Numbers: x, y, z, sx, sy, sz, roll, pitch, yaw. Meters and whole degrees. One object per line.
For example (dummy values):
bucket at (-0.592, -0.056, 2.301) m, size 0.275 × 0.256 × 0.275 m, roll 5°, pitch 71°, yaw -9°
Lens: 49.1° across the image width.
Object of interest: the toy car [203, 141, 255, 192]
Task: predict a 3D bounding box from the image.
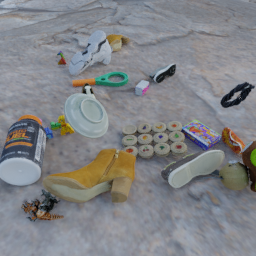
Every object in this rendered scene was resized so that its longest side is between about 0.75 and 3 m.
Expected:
toy car at (3.501, 1.312, 8.959) m, size 2.113 × 1.667 × 1.735 m, roll -10°, pitch 2°, yaw 26°

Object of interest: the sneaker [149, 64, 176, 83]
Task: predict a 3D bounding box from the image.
sneaker at (1.838, -2.929, 14.471) m, size 1.762 × 0.651 × 0.698 m, roll -31°, pitch 45°, yaw -30°

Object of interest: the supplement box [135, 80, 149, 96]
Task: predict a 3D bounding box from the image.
supplement box at (0.675, -1.929, 13.477) m, size 0.402 × 0.393 × 0.777 m, roll 18°, pitch 44°, yaw 20°

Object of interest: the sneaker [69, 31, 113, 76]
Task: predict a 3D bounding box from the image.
sneaker at (-1.877, -3.714, 15.123) m, size 1.046 × 1.600 × 2.784 m, roll 33°, pitch 85°, yaw 33°

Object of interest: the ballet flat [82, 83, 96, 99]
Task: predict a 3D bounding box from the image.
ballet flat at (-1.711, -1.348, 12.514) m, size 0.716 × 0.764 × 2.112 m, roll -9°, pitch 42°, yaw -9°

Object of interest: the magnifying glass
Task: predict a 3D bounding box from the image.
magnifying glass at (-1.370, -2.400, 14.107) m, size 2.824 × 0.316 × 1.124 m, roll -9°, pitch 42°, yaw -9°

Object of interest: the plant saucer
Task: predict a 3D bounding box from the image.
plant saucer at (-1.288, -0.504, 9.433) m, size 1.732 × 0.435 × 1.732 m, roll 25°, pitch 48°, yaw -30°

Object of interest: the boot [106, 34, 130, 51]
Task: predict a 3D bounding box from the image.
boot at (-0.966, -5.304, 17.297) m, size 1.397 × 0.687 × 1.951 m, roll 20°, pitch 41°, yaw 30°

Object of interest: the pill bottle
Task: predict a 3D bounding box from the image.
pill bottle at (-3.588, 0.626, 9.773) m, size 1.347 × 1.347 × 2.537 m, roll -5°, pitch 40°, yaw -6°

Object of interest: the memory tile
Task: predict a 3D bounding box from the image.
memory tile at (0.949, 0.412, 10.680) m, size 2.406 × 0.202 × 1.844 m, roll -5°, pitch 41°, yaw 5°

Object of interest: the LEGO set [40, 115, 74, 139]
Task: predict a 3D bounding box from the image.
LEGO set at (-2.815, -0.194, 11.082) m, size 2.145 × 0.880 × 0.818 m, roll -14°, pitch 43°, yaw -16°

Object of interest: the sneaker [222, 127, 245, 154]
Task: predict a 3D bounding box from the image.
sneaker at (4.040, 0.511, 10.676) m, size 0.550 × 0.520 × 1.425 m, roll 13°, pitch 36°, yaw -25°

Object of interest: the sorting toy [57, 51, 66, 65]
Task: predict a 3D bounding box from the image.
sorting toy at (-3.864, -3.957, 15.930) m, size 0.453 × 0.456 × 1.314 m, roll -28°, pitch 45°, yaw 3°

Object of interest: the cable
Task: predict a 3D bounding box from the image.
cable at (3.617, -1.049, 9.427) m, size 1.024 × 1.255 × 0.319 m, roll -8°, pitch 62°, yaw -39°

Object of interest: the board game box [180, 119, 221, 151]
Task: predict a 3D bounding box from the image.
board game box at (2.847, 0.249, 11.017) m, size 0.879 × 0.293 × 1.307 m, roll -28°, pitch 48°, yaw -29°

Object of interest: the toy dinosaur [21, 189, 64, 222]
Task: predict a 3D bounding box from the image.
toy dinosaur at (-2.518, 2.432, 8.388) m, size 1.340 × 0.684 × 0.909 m, roll 26°, pitch 59°, yaw 1°

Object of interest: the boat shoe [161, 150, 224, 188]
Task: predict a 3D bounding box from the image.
boat shoe at (2.207, 1.249, 9.465) m, size 2.336 × 0.839 × 0.695 m, roll -22°, pitch 23°, yaw -21°

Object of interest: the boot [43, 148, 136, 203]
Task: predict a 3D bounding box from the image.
boot at (-1.165, 1.432, 9.270) m, size 2.790 × 0.982 × 1.997 m, roll 7°, pitch 36°, yaw 2°
